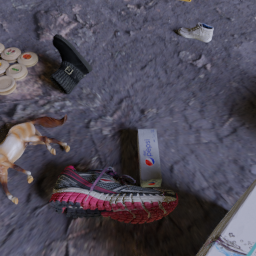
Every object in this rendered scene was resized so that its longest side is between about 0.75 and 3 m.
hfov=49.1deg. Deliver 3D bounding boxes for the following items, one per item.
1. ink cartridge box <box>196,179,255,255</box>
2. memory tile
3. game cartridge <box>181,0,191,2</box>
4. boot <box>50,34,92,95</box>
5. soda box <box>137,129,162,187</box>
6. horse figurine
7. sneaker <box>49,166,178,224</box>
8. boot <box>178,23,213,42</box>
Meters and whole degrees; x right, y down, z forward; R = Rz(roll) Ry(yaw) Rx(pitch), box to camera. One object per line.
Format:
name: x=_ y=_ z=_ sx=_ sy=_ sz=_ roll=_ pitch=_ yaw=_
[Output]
ink cartridge box: x=2.213 y=2.698 z=4.915 sx=1.962 sy=1.971 sz=2.687 roll=37 pitch=63 yaw=23
memory tile: x=-4.654 y=-2.163 z=9.507 sx=2.742 sy=0.230 sz=2.102 roll=18 pitch=56 yaw=12
game cartridge: x=2.444 y=-5.848 z=12.221 sx=0.791 sy=0.146 sz=0.897 roll=16 pitch=57 yaw=11
boot: x=-2.016 y=-1.955 z=8.612 sx=1.610 sy=0.606 sz=1.204 roll=46 pitch=76 yaw=-7
soda box: x=0.533 y=0.747 z=7.250 sx=0.514 sy=0.478 sz=1.506 roll=-2 pitch=54 yaw=-2
horse figurine: x=-2.788 y=0.571 z=7.240 sx=1.864 sy=0.702 sz=2.813 roll=29 pitch=59 yaw=19
sneaker: x=-0.299 y=1.429 z=6.352 sx=2.871 sy=1.157 sz=1.072 roll=5 pitch=52 yaw=5
boot: x=2.513 y=-3.640 z=10.338 sx=1.270 sy=0.607 sz=0.467 roll=19 pitch=56 yaw=13
